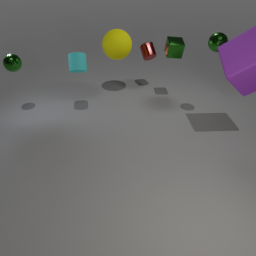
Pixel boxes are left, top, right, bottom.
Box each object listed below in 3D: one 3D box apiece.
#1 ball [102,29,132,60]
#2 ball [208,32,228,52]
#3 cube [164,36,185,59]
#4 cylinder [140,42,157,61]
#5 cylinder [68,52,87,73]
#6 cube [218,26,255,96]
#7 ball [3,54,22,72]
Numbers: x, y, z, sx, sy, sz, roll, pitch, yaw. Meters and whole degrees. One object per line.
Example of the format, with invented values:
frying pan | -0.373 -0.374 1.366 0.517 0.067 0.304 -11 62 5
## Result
ball | -0.519 -3.950 13.261 1.400 1.400 1.400 0 31 0
ball | 3.257 -3.096 10.129 0.700 0.700 0.700 0 31 0
cube | 2.078 -3.599 12.529 0.700 0.700 0.700 2 46 -7
cylinder | 1.028 -3.886 14.200 0.700 0.700 0.700 -17 -7 -2
cylinder | -2.023 -2.619 11.251 0.700 0.700 0.700 -3 3 0
cube | 4.022 -2.156 9.214 1.400 1.400 1.400 -26 52 34
ball | -4.572 -2.576 11.083 0.700 0.700 0.700 0 31 0
